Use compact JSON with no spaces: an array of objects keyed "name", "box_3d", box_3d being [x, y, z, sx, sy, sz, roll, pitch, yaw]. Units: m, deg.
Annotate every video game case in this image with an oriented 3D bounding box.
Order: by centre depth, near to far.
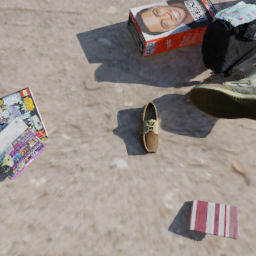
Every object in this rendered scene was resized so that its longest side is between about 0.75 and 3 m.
[{"name":"video game case","box_3d":[-2.999,0.532,7.425,1.135,0.224,1.252,44,85,8]}]

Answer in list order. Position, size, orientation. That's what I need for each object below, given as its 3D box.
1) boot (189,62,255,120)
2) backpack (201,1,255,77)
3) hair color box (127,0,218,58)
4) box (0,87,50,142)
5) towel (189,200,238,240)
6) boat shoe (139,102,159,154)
[{"name":"boot","box_3d":[3.370,-1.240,8.115,2.731,0.984,2.112,11,49,30]},{"name":"backpack","box_3d":[3.209,-2.743,8.122,2.158,1.800,1.366,-32,62,-19]},{"name":"hair color box","box_3d":[1.494,-3.341,9.013,2.709,0.830,1.375,-19,70,-13]},{"name":"box","box_3d":[-3.121,-0.225,8.071,1.188,0.346,1.736,-24,69,-10]},{"name":"towel","box_3d":[2.128,2.252,6.942,1.139,0.130,0.820,6,51,15]},{"name":"boat shoe","box_3d":[0.591,-0.051,7.868,0.572,0.558,1.511,-3,66,-1]}]
